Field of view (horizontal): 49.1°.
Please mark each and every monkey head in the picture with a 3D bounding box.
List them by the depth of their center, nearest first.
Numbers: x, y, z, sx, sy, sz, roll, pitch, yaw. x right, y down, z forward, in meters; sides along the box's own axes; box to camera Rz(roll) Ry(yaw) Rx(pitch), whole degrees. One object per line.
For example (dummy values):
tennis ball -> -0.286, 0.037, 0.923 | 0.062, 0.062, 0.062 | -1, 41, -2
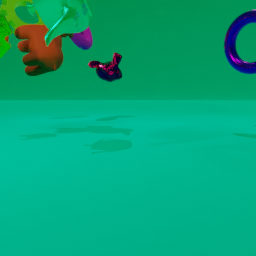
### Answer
monkey head -> -2.570, -1.686, 4.988 | 0.757, 1.256, 0.904 | 24, 20, 35
monkey head -> -0.731, -2.477, 11.443 | 1.627, 1.171, 0.981 | 18, 0, -37

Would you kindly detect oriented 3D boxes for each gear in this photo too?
gear -> -3.558, -3.993, 9.882 | 1.719, 1.719, 0.318 | -4, -12, -34

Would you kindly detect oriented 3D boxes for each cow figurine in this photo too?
cow figurine -> -1.697, -1.981, 6.340 | 1.546, 1.571, 0.862 | -16, -20, -18

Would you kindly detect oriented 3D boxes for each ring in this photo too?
ring -> 2.228, -1.536, 5.065 | 0.224, 1.121, 1.121 | -14, 13, -32
ring -> -1.744, -3.459, 9.226 | 0.373, 1.863, 1.863 | -23, 0, 16

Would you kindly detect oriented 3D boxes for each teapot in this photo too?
teapot -> -0.960, -1.706, 3.746 | 0.811, 1.656, 1.029 | -21, -34, 4
